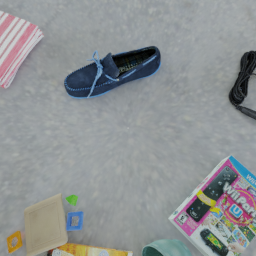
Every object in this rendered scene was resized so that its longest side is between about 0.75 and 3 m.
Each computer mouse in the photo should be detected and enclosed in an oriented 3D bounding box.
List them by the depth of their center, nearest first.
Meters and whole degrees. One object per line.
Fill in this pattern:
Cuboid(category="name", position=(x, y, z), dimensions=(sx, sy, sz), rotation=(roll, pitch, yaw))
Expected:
Cuboid(category="computer mouse", position=(4.301, -0.922, 7.523), dimensions=(2.996, 0.690, 2.104), rotation=(28, 72, 10))

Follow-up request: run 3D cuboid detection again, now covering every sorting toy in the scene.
Cuboid(category="sorting toy", position=(-1.868, 2.221, 6.412), dimensions=(2.097, 0.286, 1.181), rotation=(-25, 55, 14))

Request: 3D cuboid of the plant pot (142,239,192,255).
Cuboid(category="plant pot", position=(0.922, 2.875, 6.049), dimensions=(0.731, 1.091, 1.091), rotation=(-19, 69, -35))

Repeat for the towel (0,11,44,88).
Cuboid(category="towel", position=(-4.251, -2.541, 8.289), dimensions=(2.939, 0.440, 2.151), rotation=(23, 72, 11))

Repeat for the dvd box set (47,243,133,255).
Cuboid(category="dvd box set", position=(-0.915, 3.348, 6.167), dimensions=(1.920, 0.282, 1.405), rotation=(7, 71, 4))

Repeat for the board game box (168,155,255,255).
Cuboid(category="board game box", position=(2.234, 1.912, 6.519), dimensions=(1.545, 0.673, 2.094), rotation=(43, 75, 13))

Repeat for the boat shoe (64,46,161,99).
Cuboid(category="boat shoe", position=(-0.460, -1.705, 7.658), dimensions=(2.782, 0.955, 1.171), rotation=(-25, 72, -9))
